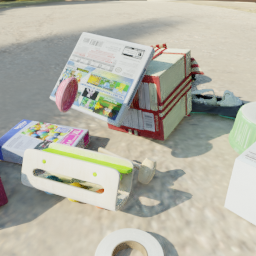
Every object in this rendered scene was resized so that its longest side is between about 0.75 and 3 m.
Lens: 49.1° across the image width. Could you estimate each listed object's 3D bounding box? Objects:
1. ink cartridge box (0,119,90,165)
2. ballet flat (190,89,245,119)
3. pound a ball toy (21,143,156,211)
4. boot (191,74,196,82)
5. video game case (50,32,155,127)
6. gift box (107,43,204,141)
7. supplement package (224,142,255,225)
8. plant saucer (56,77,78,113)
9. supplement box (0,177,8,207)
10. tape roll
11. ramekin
[{"bbox_3d":[-2.821,0.448,8.636,2.852,0.599,1.702,7,31,15],"label":"ink cartridge box"},{"bbox_3d":[3.338,-0.959,10.552,2.904,1.061,1.061,8,32,13],"label":"ballet flat"},{"bbox_3d":[-0.892,1.211,7.028,2.848,1.210,1.857,11,9,16],"label":"pound a ball toy"},{"bbox_3d":[2.296,-2.269,12.700,2.215,1.059,2.933,-10,32,-20],"label":"boot"},{"bbox_3d":[-0.820,-1.527,8.211,2.615,2.384,0.288,22,-7,28],"label":"video game case"},{"bbox_3d":[0.933,-1.220,9.568,2.833,2.614,2.645,16,39,27],"label":"gift box"},{"bbox_3d":[3.488,1.176,6.453,1.973,1.497,1.486,-27,40,-37],"label":"supplement package"},{"bbox_3d":[-1.446,-0.795,6.572,0.219,0.864,0.864,19,34,8],"label":"plant saucer"},{"bbox_3d":[-4.205,1.251,6.649,2.292,1.183,1.501,23,38,34],"label":"supplement box"},{"bbox_3d":[0.032,2.547,5.398,1.353,0.247,1.353,0,30,0],"label":"tape roll"},{"bbox_3d":[4.398,0.079,8.664,2.288,1.118,2.288,0,31,0],"label":"ramekin"}]
